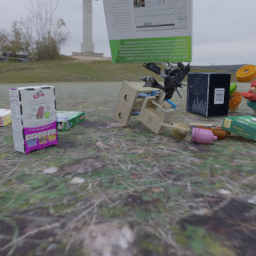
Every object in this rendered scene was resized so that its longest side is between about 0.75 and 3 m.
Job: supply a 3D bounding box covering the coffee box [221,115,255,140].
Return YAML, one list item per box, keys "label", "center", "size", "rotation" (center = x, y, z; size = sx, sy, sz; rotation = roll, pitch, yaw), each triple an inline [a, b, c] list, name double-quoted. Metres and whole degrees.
- label: "coffee box"
  center: [4.196, -0.045, 9.497]
  size: [1.984, 0.436, 1.220]
  rotation: [-5, 22, -44]

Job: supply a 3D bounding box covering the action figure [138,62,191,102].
- label: "action figure"
  center: [0.867, -1.517, 7.400]
  size: [1.045, 1.217, 2.048]
  rotation: [15, 29, -25]

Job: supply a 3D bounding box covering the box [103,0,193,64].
- label: "box"
  center: [0.389, -2.585, 5.675]
  size: [1.833, 2.540, 0.461]
  rotation: [3, 32, 18]

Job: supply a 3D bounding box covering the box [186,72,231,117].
- label: "box"
  center: [4.002, -1.749, 14.194]
  size: [1.309, 2.111, 2.076]
  rotation: [-4, 13, -18]

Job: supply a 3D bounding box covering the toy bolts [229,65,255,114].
- label: "toy bolts"
  center: [6.174, -1.726, 14.247]
  size: [2.411, 1.751, 2.525]
  rotation: [-40, 32, -4]

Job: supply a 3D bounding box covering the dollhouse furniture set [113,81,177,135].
- label: "dollhouse furniture set"
  center: [0.904, -0.599, 11.039]
  size: [1.672, 1.663, 2.373]
  rotation: [-10, 40, -43]

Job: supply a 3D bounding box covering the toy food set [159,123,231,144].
- label: "toy food set"
  center: [2.440, 0.170, 9.423]
  size: [2.782, 0.438, 1.768]
  rotation: [1, 10, -34]

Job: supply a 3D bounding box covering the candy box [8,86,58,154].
- label: "candy box"
  center: [-2.689, -0.289, 8.087]
  size: [0.546, 1.790, 1.221]
  rotation: [8, 14, 34]

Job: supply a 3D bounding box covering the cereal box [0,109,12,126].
- label: "cereal box"
  center: [-6.279, -0.474, 12.018]
  size: [2.581, 0.510, 1.857]
  rotation: [-1, 13, -5]

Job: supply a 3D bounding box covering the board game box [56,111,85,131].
- label: "board game box"
  center: [-3.006, -0.354, 11.818]
  size: [1.743, 0.377, 2.590]
  rotation: [1, 12, 8]
